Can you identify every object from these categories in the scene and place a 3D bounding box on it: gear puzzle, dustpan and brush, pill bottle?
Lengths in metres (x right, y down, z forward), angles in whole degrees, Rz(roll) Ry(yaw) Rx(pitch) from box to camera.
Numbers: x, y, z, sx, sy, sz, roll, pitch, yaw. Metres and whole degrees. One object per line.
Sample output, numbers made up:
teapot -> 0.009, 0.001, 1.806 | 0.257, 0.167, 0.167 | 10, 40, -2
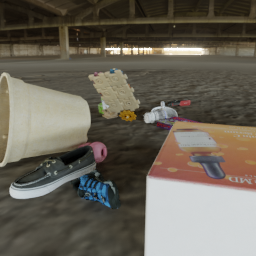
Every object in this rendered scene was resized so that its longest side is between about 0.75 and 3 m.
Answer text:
gear puzzle -> -0.285, -1.178, 10.612 | 1.413, 2.728, 0.357 | -5, 49, 24
dustpan and brush -> 1.585, -0.813, 12.677 | 1.197, 0.491, 1.715 | 1, 17, 4
pill bottle -> 1.133, -0.459, 11.512 | 0.865, 0.492, 0.492 | -8, 18, -25

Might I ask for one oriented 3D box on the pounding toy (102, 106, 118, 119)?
pounding toy -> -0.762, -0.749, 12.356 | 0.554, 0.555, 0.968 | -15, 22, -30

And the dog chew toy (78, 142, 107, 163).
dog chew toy -> -1.040, 0.654, 7.793 | 0.916, 0.571, 0.571 | 2, 16, 31

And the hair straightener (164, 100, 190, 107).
hair straightener -> 2.502, -1.274, 14.691 | 1.556, 0.318, 0.599 | -14, 21, -26

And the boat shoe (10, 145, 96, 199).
boat shoe -> -1.697, 0.953, 6.570 | 0.768, 0.633, 2.238 | 14, 22, 40

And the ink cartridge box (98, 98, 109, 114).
ink cartridge box -> -1.095, -1.158, 12.918 | 0.313, 0.827, 0.611 | 11, 34, 33

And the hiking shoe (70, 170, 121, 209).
hiking shoe -> -0.654, 1.326, 5.674 | 0.663, 0.569, 1.529 | -16, 12, -24

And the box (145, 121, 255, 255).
box -> 1.652, 1.020, 4.813 | 2.180, 1.522, 2.863 | 5, 17, 16

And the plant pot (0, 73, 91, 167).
plant pot -> -2.408, -0.171, 7.973 | 2.254, 2.463, 2.463 | 3, 13, -33

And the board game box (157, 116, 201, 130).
board game box -> 2.174, -0.057, 10.598 | 1.169, 0.314, 1.947 | -9, 18, -41
